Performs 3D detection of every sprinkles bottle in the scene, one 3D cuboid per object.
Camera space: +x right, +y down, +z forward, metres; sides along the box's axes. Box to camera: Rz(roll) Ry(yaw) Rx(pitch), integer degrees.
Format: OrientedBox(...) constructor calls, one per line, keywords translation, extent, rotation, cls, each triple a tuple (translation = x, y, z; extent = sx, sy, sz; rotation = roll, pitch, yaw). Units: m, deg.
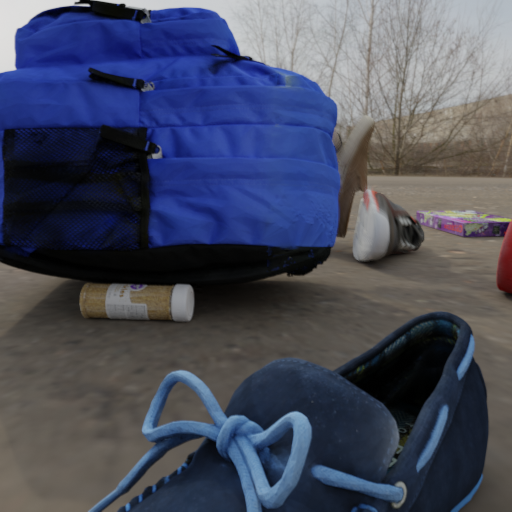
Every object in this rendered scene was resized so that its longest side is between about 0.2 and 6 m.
OrientedBox(translation=(-1.345, 0.525, 6.362), extent=(1.232, 0.421, 0.421), rotation=(1, 10, 6), cls="sprinkles bottle")

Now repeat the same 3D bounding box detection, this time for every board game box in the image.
OrientedBox(translation=(5.299, -0.834, 14.005), extent=(1.640, 0.441, 2.732), rotation=(3, 10, -7), cls="board game box")

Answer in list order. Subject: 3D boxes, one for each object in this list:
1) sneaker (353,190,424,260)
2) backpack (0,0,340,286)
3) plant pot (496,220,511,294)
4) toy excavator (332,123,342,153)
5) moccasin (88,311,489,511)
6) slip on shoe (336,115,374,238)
OrientedBox(translation=(2.540, -0.565, 10.428), extent=(1.300, 1.224, 3.175), rotation=(12, 13, 8), cls="sneaker")
OrientedBox(translation=(-0.969, -1.257, 7.186), extent=(4.129, 3.465, 3.355), rotation=(3, 4, 2), cls="backpack")
OrientedBox(translation=(3.773, 0.054, 7.229), extent=(1.010, 1.109, 1.109), rotation=(19, 19, 33), cls="plant pot")
OrientedBox(translation=(0.450, -1.884, 9.676), extent=(1.571, 1.616, 0.807), rotation=(32, -12, 27), cls="toy excavator")
OrientedBox(translation=(0.112, 0.908, 2.469), extent=(1.234, 1.046, 3.068), rotation=(8, 13, 36), cls="moccasin")
OrientedBox(translation=(1.789, -1.445, 10.576), extent=(0.708, 2.338, 0.889), rotation=(25, 14, 9), cls="slip on shoe")
